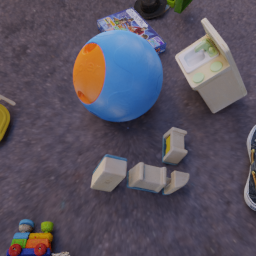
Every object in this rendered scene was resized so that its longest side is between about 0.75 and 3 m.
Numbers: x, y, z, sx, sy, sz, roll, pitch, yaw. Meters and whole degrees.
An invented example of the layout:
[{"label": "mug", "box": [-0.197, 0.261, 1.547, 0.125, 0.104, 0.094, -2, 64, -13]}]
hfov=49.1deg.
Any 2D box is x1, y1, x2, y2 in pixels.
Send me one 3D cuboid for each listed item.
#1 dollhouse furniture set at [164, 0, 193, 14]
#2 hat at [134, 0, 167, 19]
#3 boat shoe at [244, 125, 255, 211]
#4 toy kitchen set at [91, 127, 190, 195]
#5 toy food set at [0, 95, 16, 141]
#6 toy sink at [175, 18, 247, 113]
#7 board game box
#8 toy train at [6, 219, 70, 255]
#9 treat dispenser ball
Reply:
[{"label": "dollhouse furniture set", "box": [1.216, -5.498, 11.050, 2.722, 1.361, 1.051, 34, 64, 18]}, {"label": "hat", "box": [0.848, -5.061, 11.097, 1.484, 0.599, 1.484, -6, 63, 11]}, {"label": "boat shoe", "box": [3.750, 0.668, 7.215, 1.016, 1.304, 2.872, 17, 53, 10]}, {"label": "toy kitchen set", "box": [0.330, 0.798, 7.505, 2.221, 1.308, 1.779, 15, 57, -15]}, {"label": "toy food set", "box": [-4.085, -0.166, 8.322, 1.041, 0.578, 1.770, 22, 60, -15]}, {"label": "toy sink", "box": [2.278, -1.675, 8.000, 1.246, 2.224, 1.450, -32, 52, 17]}, {"label": "board game box", "box": [0.092, -3.420, 10.323, 1.593, 0.406, 2.354, -26, 62, -15]}, {"label": "toy train", "box": [-1.901, 2.626, 6.562, 1.588, 0.672, 0.919, -1, 45, -1]}, {"label": "treat dispenser ball", "box": [-0.271, -1.432, 7.919, 2.523, 2.523, 2.523, 0, 59, 0]}]
